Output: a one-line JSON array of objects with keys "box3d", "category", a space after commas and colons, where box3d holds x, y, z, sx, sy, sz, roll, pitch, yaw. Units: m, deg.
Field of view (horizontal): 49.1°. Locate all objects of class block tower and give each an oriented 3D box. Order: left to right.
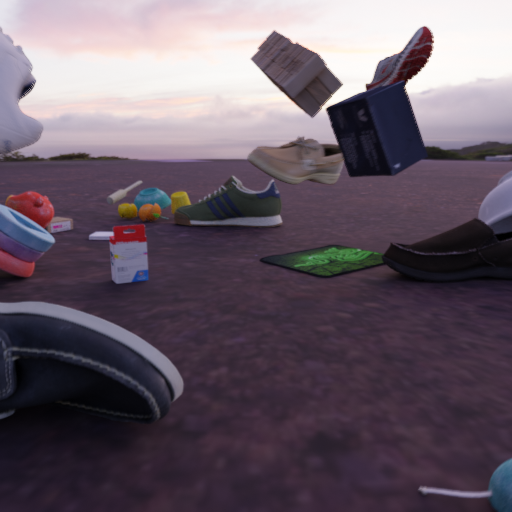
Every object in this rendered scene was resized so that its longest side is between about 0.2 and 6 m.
[{"box3d": [0.637, -3.265, 9.896, 0.817, 0.763, 2.825, 40, 14, -27], "category": "block tower"}]

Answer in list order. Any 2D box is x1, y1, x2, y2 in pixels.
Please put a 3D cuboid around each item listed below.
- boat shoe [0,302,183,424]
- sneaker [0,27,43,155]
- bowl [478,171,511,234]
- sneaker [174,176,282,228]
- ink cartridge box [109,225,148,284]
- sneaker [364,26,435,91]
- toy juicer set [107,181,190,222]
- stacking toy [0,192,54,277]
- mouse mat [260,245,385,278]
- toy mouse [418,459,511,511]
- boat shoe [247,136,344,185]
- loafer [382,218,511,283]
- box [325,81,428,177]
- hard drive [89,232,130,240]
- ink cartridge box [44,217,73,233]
[{"box3d": [-2.131, 0.964, 4.511, 3.127, 1.123, 1.057, 9, 46, 11], "category": "boat shoe"}, {"box3d": [-3.317, -2.344, 6.645, 1.172, 2.691, 1.003, -12, -8, -27], "category": "sneaker"}, {"box3d": [4.995, -0.944, 9.913, 2.365, 1.063, 2.365, -4, -20, -1], "category": "bowl"}, {"box3d": [-0.705, -1.397, 14.055, 2.754, 1.236, 0.923, 2, 13, 7], "category": "sneaker"}, {"box3d": [-1.995, -0.052, 8.761, 0.523, 0.900, 0.303, -6, 14, -25], "category": "ink cartridge box"}, {"box3d": [3.106, -4.252, 12.536, 0.824, 0.869, 2.116, -10, -28, -37], "category": "sneaker"}, {"box3d": [-3.153, -1.371, 15.520, 1.695, 0.725, 2.664, -29, 33, -35], "category": "toy juicer set"}, {"box3d": [-4.423, -0.795, 9.337, 2.283, 1.065, 2.522, 34, 0, -26], "category": "stacking toy"}, {"box3d": [1.366, 0.058, 10.224, 2.157, 0.081, 1.736, -9, 15, -39], "category": "mouse mat"}, {"box3d": [1.591, 1.490, 3.109, 1.677, 0.325, 1.491, -11, 17, -41], "category": "toy mouse"}, {"box3d": [0.900, -2.015, 11.331, 2.674, 0.869, 0.965, -3, 38, -47], "category": "boat shoe"}, {"box3d": [3.376, -0.155, 9.052, 2.715, 0.969, 0.991, -1, 12, -4], "category": "loafer"}, {"box3d": [1.665, -1.737, 7.854, 0.658, 1.102, 1.121, -28, 16, -17], "category": "box"}, {"box3d": [-3.219, -0.438, 12.363, 0.783, 0.105, 0.517, 1, 12, 3], "category": "hard drive"}, {"box3d": [-4.828, -0.734, 13.314, 0.588, 0.268, 0.713, 10, 16, 35], "category": "ink cartridge box"}]
